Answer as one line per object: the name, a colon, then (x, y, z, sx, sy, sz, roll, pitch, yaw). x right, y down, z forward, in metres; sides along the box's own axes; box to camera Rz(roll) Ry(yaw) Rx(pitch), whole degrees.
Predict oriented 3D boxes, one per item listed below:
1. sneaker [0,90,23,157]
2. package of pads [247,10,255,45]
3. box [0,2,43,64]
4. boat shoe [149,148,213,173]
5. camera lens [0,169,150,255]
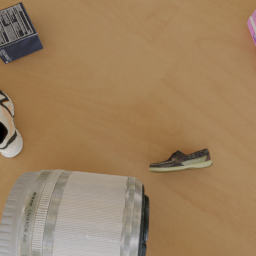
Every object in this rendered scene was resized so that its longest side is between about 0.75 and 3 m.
sneaker: (-3.810, -0.362, 8.185, 0.893, 0.969, 2.423, -28, 73, -7)
package of pads: (5.055, -2.611, 8.860, 1.626, 1.021, 2.699, -11, 72, -1)
box: (-3.718, -3.063, 9.090, 1.396, 0.868, 1.408, -26, 74, -8)
boat shoe: (1.456, 0.921, 7.910, 1.824, 0.668, 0.591, -5, 80, -12)
camera lens: (-1.061, 2.242, 6.567, 2.985, 2.388, 2.388, 6, 72, 1)
